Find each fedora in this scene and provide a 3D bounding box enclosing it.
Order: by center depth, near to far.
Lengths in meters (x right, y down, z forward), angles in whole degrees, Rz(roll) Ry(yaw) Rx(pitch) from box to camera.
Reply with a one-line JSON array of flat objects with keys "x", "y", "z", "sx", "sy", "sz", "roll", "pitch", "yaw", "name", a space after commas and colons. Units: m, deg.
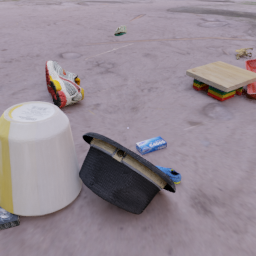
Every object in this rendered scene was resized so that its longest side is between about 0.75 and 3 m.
[{"x": -0.184, "y": 1.050, "z": 5.825, "sx": 2.255, "sy": 2.255, "sz": 1.030, "roll": 25, "pitch": 75, "yaw": 33, "name": "fedora"}]

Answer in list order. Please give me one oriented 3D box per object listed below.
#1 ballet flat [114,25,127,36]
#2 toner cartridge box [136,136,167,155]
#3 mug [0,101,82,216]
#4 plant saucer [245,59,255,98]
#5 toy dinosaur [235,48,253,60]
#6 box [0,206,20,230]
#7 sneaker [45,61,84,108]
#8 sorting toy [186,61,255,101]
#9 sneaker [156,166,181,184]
[{"x": -0.201, "y": -2.842, "z": 8.171, "sx": 0.267, "sy": 0.247, "sz": 0.791, "roll": -4, "pitch": 13, "yaw": -22, "name": "ballet flat"}, {"x": 0.649, "y": 0.478, "z": 7.757, "sx": 0.787, "sy": 0.170, "sz": 0.374, "roll": -16, "pitch": 36, "yaw": -23, "name": "toner cartridge box"}, {"x": -2.133, "y": 0.553, "z": 5.836, "sx": 2.327, "sy": 1.910, "sz": 1.863, "roll": -14, "pitch": 33, "yaw": -29, "name": "mug"}, {"x": 5.972, "y": -1.987, "z": 10.549, "sx": 2.801, "sy": 0.514, "sz": 2.795, "roll": -5, "pitch": 36, "yaw": 23, "name": "plant saucer"}, {"x": 5.984, "y": -3.972, "z": 14.459, "sx": 0.842, "sy": 0.485, "sz": 1.665, "roll": 12, "pitch": 35, "yaw": 21, "name": "toy dinosaur"}, {"x": -2.636, "y": 1.786, "z": 5.705, "sx": 0.800, "sy": 0.174, "sz": 0.641, "roll": -10, "pitch": 34, "yaw": -15, "name": "box"}, {"x": -2.417, "y": -1.667, "z": 10.487, "sx": 1.123, "sy": 1.064, "sz": 2.734, "roll": -11, "pitch": 43, "yaw": -24, "name": "sneaker"}, {"x": 3.637, "y": -1.822, "z": 10.868, "sx": 1.991, "sy": 0.697, "sz": 2.003, "roll": -20, "pitch": 37, "yaw": -28, "name": "sorting toy"}, {"x": 0.933, "y": 1.042, "z": 6.753, "sx": 0.804, "sy": 0.315, "sz": 0.265, "roll": 23, "pitch": 41, "yaw": 34, "name": "sneaker"}]
